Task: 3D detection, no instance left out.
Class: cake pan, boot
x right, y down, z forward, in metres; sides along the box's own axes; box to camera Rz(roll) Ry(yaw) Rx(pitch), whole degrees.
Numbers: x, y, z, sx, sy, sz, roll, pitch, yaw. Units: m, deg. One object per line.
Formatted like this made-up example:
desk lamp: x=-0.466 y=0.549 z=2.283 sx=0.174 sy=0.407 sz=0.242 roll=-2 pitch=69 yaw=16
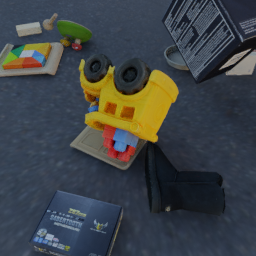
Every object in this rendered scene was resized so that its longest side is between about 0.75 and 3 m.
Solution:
cake pan: x=1.895 y=-2.383 z=9.433 sx=1.364 sy=0.250 sz=1.364 roll=0 pitch=45 yaw=0
boot: x=1.122 y=1.015 z=5.813 sx=1.474 sy=0.670 sz=1.754 roll=2 pitch=40 yaw=-5

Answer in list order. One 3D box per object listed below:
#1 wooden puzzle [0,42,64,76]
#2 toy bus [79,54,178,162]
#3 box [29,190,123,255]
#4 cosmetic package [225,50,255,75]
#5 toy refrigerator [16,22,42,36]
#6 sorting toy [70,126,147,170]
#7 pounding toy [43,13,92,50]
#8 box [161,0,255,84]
wooden puzzle: x=-3.299 y=-2.381 z=9.349 sx=1.996 sy=0.372 sz=1.847 roll=0 pitch=45 yaw=0
toy bus: x=-0.228 y=-0.384 z=6.146 sx=2.115 sy=1.436 sz=2.031 roll=18 pitch=86 yaw=30
box: x=-0.911 y=1.847 z=5.188 sx=1.419 sy=0.362 sz=1.119 roll=12 pitch=46 yaw=11
cosmetic package: x=3.507 y=-2.546 z=9.185 sx=0.870 sy=0.734 sz=1.683 roll=-2 pitch=50 yaw=-2
toy refrigerator: x=-3.818 y=-3.799 z=10.803 sx=0.875 sy=0.306 sz=0.332 roll=-16 pitch=55 yaw=-14
sorting toy: x=-0.179 y=0.024 z=7.081 sx=1.646 sy=0.296 sz=2.209 roll=19 pitch=48 yaw=23
pounding toy: x=-2.121 y=-3.232 z=9.856 sx=1.639 sy=0.761 sz=1.265 roll=15 pitch=0 yaw=-35
box: x=2.274 y=-2.770 z=7.316 sx=1.406 sy=2.281 sz=2.263 roll=-24 pitch=81 yaw=-19
